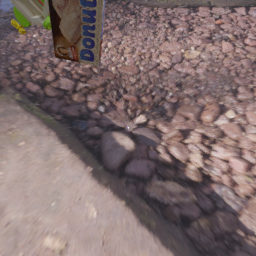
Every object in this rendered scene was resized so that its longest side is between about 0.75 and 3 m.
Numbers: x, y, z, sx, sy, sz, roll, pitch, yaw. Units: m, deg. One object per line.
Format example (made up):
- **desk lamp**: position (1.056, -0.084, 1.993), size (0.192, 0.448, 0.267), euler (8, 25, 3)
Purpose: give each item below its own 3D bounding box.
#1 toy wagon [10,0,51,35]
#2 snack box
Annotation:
- **toy wagon**: position (-2.134, -2.918, 5.956), size (1.725, 2.224, 0.440), euler (47, 56, 0)
- **snack box**: position (-0.793, -1.955, 4.371), size (0.861, 2.395, 0.291), euler (11, 59, -3)
